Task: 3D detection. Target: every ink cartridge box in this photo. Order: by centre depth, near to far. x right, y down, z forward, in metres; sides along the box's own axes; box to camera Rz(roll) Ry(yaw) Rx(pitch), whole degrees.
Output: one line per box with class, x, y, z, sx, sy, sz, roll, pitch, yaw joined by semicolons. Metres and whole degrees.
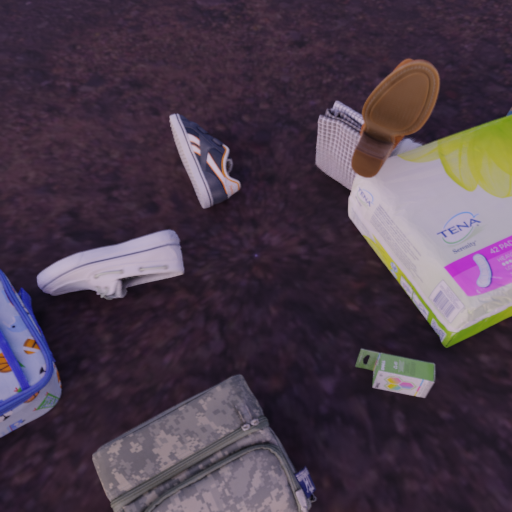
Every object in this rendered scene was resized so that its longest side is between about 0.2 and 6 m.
ink cartridge box;2.039;1.755;8.328;1.085;0.564;0.322;11;53;8

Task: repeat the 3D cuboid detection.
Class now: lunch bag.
lunch bag;-0.629;2.829;6.993;2.257;1.572;1.893;-24;71;-17
lunch bag;-4.258;1.418;8.310;2.222;1.048;2.774;-29;60;-22

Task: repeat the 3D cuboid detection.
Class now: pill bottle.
pill bottle;2.741;-2.074;11.030;0.986;0.561;0.561;26;56;36

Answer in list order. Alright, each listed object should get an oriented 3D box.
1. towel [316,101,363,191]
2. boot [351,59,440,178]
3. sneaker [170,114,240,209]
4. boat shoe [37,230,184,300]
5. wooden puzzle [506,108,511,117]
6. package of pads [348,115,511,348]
towel;1.695;-1.983;10.489;0.617;1.442;1.194;-33;55;-23
boot;2.267;-2.452;8.585;0.889;2.319;1.800;25;60;8
sneaker;-0.999;-1.932;10.904;0.867;0.857;2.184;-21;66;-10
boat shoe;-2.358;0.307;9.112;2.421;0.890;0.808;-19;78;4
wooden puzzle;5.766;-2.647;11.866;1.102;0.131;1.858;30;59;20
package of pads;4.079;-0.751;9.645;4.182;1.426;3.231;-22;56;-15
